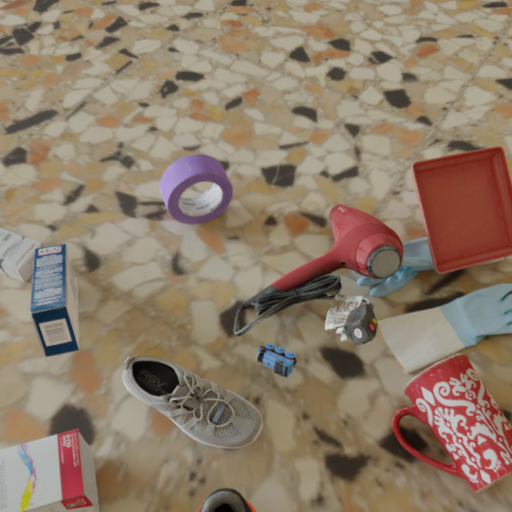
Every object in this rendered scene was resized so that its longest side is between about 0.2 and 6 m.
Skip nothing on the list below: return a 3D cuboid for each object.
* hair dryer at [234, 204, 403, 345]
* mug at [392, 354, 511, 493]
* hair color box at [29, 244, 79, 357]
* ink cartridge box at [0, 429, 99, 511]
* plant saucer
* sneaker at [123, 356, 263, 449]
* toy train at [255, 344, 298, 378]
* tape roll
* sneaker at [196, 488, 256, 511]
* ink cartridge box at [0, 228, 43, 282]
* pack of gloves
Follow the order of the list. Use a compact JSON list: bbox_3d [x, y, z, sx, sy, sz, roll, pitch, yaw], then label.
[{"bbox_3d":[1.083,0.062,8.864,2.416,0.862,3.172,2,36,30],"label":"hair dryer"},{"bbox_3d":[2.702,2.309,7.460,1.013,1.348,1.519,6,44,-44],"label":"mug"},{"bbox_3d":[-3.003,0.620,8.400,0.513,0.847,1.694,-10,34,-12],"label":"hair color box"},{"bbox_3d":[-2.650,2.832,6.897,1.190,0.865,0.861,-13,52,-10],"label":"ink cartridge box"},{"bbox_3d":[3.503,-0.773,9.388,1.857,0.341,1.861,-13,88,-17],"label":"plant saucer"},{"bbox_3d":[-0.894,1.911,7.308,2.045,0.839,0.764,21,69,8],"label":"sneaker"},{"bbox_3d":[0.284,1.498,8.105,0.636,0.276,0.364,19,29,25],"label":"toy train"},{"bbox_3d":[-1.056,-1.163,9.930,1.219,1.219,0.518,-17,54,-13],"label":"tape roll"},{"bbox_3d":[-0.296,3.942,5.725,1.204,1.280,3.126,-9,51,-7],"label":"sneaker"},{"bbox_3d":[-4.151,-0.015,9.539,0.902,0.375,0.661,18,53,14],"label":"ink cartridge box"},{"bbox_3d":[3.086,0.437,9.083,2.692,0.531,2.262,-16,52,-12],"label":"pack of gloves"}]
